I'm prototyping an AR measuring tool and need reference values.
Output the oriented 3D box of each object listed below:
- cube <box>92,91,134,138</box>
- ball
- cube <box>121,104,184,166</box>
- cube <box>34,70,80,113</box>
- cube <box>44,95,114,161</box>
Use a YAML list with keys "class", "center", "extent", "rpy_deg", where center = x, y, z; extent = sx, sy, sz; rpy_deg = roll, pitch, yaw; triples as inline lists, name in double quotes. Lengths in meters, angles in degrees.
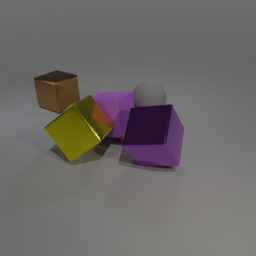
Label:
- class: "cube"
  center: [-0.657, -0.538, 10.448]
  extent: [1.400, 1.400, 1.400]
  rpy_deg: [2, 19, 25]
- class: "ball"
  center: [0.856, -1.226, 11.271]
  extent: [1.400, 1.400, 1.400]
  rpy_deg: [0, 30, 0]
- class: "cube"
  center: [0.823, 0.259, 8.713]
  extent: [1.400, 1.400, 1.400]
  rpy_deg: [-3, 57, 28]
- class: "cube"
  center: [-3.227, -1.704, 12.858]
  extent: [1.400, 1.400, 1.400]
  rpy_deg: [18, 34, 29]
- class: "cube"
  center: [-1.555, -0.024, 9.245]
  extent: [1.400, 1.400, 1.400]
  rpy_deg: [-34, 7, 24]
